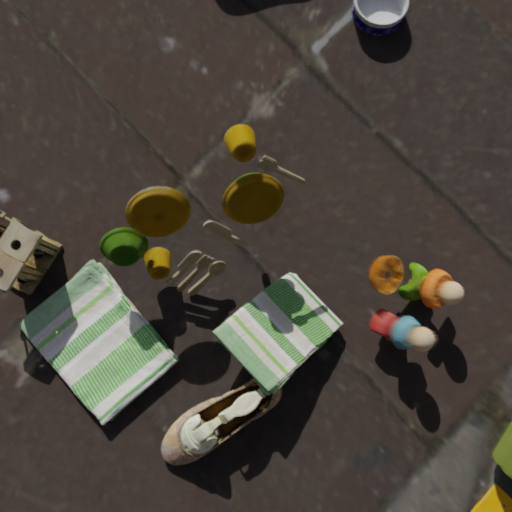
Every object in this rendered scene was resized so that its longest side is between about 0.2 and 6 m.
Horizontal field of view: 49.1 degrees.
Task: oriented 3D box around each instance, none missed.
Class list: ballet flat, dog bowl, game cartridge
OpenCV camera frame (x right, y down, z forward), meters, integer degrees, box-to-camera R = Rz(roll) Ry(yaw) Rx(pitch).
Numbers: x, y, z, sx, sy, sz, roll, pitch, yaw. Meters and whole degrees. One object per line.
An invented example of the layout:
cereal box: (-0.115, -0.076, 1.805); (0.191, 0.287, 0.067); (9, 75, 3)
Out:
ballet flat: (-0.630, 2.752, 9.462); (2.382, 0.801, 0.811); (-35, 83, -5)
dog bowl: (2.377, -4.811, 10.797); (1.033, 0.407, 1.033); (0, 81, 0)
game cartridge: (4.097, 4.399, 9.571); (0.644, 0.118, 0.730); (44, 86, 6)

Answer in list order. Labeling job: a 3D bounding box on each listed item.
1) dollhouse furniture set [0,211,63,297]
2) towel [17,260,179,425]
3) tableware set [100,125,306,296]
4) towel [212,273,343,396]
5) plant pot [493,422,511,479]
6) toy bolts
dollhouse furniture set: (-4.501, -0.171, 9.738); (1.588, 1.119, 1.113); (29, 83, 3)
towel: (-2.788, 1.514, 9.913); (1.834, 0.281, 2.404); (-41, 84, -5)
tableware set: (-0.966, -0.725, 9.084); (3.243, 2.184, 0.498); (-45, 40, 26)
towel: (0.411, 1.269, 9.651); (1.884, 0.220, 1.437); (-38, 79, -25)
plant pot: (4.524, 3.104, 9.147); (1.205, 1.205, 1.145); (33, 109, 5)
toy bolts: (2.608, 0.823, 9.377); (1.460, 1.060, 1.528); (24, 87, -35)
